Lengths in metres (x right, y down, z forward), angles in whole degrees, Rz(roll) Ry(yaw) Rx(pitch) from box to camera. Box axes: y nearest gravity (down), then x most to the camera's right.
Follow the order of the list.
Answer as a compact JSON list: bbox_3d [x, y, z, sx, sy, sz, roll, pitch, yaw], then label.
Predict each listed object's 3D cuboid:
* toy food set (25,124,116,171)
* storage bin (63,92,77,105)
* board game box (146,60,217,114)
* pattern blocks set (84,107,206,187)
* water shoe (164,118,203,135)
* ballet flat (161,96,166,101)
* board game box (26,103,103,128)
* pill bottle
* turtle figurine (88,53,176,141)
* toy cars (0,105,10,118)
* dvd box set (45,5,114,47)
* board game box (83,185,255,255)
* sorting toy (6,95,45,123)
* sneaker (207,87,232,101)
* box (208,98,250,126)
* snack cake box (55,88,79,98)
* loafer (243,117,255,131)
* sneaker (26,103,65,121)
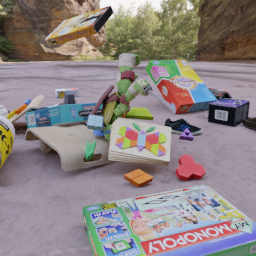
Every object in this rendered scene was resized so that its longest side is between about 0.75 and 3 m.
[{"bbox_3d":[-1.541,0.502,7.538,1.660,0.699,2.313,-6,21,-41],"label":"toy food set"},{"bbox_3d":[-2.864,-1.454,13.893,0.615,0.567,0.845,-8,20,-24],"label":"storage bin"},{"bbox_3d":[2.436,-2.022,13.041,2.219,0.585,2.901,-10,55,-29],"label":"board game box"},{"bbox_3d":[0.318,0.327,6.697,2.697,0.219,2.371,-1,46,-10],"label":"pattern blocks set"},{"bbox_3d":[1.863,-0.065,9.409,1.286,0.507,0.460,4,17,12],"label":"water shoe"},{"bbox_3d":[2.819,-1.764,14.113,2.726,0.890,0.961,-24,73,-41],"label":"ballet flat"},{"bbox_3d":[-1.809,-0.432,9.331,1.818,0.565,2.408,-6,2,40],"label":"board game box"},{"bbox_3d":[-3.424,0.410,6.622,1.215,1.215,2.125,-3,18,-10],"label":"pill bottle"},{"bbox_3d":[0.310,-0.718,7.779,2.538,2.461,1.826,-12,-31,24],"label":"turtle figurine"},{"bbox_3d":[-5.192,-0.458,10.229,1.253,0.619,2.795,-7,15,11],"label":"toy cars"},{"bbox_3d":[-0.984,-2.066,5.682,1.237,0.182,0.905,-3,43,31],"label":"dvd box set"},{"bbox_3d":[0.638,1.567,4.334,2.409,0.351,1.621,-6,17,-19],"label":"board game box"},{"bbox_3d":[-3.832,-0.416,9.460,1.836,0.366,2.484,-32,20,4],"label":"sorting toy"},{"bbox_3d":[4.505,-1.670,14.443,1.857,0.716,0.760,-4,24,-12],"label":"sneaker"},{"bbox_3d":[3.929,-0.646,10.883,1.082,0.763,1.463,13,22,38],"label":"box"},{"bbox_3d":[-3.455,-1.984,15.877,1.241,0.417,0.714,-6,16,-20],"label":"snack cake box"},{"bbox_3d":[4.557,-0.189,9.819,0.517,0.505,1.417,-3,17,-10],"label":"loafer"},{"bbox_3d":[-3.085,-0.522,10.637,1.057,0.683,1.949,-5,9,13],"label":"sneaker"}]
